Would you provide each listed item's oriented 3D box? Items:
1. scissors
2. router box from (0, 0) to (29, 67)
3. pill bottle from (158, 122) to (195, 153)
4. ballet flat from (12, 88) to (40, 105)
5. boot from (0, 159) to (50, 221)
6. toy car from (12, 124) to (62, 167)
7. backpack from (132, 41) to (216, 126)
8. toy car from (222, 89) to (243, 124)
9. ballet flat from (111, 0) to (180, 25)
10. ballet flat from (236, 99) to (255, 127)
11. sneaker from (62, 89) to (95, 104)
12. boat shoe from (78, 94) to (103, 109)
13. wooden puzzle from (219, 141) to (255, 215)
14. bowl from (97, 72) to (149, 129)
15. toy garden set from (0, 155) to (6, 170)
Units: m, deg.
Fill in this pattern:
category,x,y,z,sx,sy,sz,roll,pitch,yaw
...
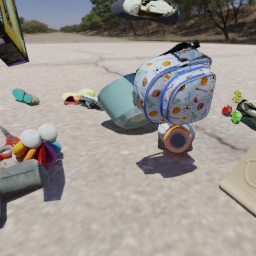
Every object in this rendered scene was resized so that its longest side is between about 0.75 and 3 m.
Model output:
category,x,y,z,sx,sy,sz,roll,pitch,yaw
scissors,-3.535,0.331,8.699,1.025,0.195,2.803,-10,22,-19
router box,-1.924,-1.764,4.055,0.369,1.415,1.112,-16,-10,-4
pill bottle,1.417,-0.010,8.259,1.058,1.058,1.991,3,21,7
ballet flat,-4.587,-1.379,12.738,1.675,0.568,0.631,22,7,35
boot,-2.333,1.260,5.762,1.580,0.573,1.436,3,39,-53
toy car,-2.233,0.565,7.137,0.930,1.086,1.241,46,36,14
backpack,0.930,-0.771,5.813,1.583,1.662,1.280,-13,36,-14
toy car,3.995,-0.639,10.430,0.288,1.292,1.215,11,48,-10
ballet flat,0.448,-3.060,7.128,1.807,0.660,0.660,10,21,1
ballet flat,4.574,-0.434,9.664,0.853,0.859,2.510,-6,22,-17
sneaker,-2.201,-1.326,12.486,1.489,0.582,0.672,-13,24,-4
boat shoe,-1.572,-1.025,11.865,0.508,0.516,1.432,-40,41,-27
wooden puzzle,3.378,0.838,5.426,2.500,0.579,2.316,-48,30,0
bowl,0.215,-0.762,9.338,2.264,1.184,2.264,-17,-17,-5
toy garden set,-3.517,0.838,6.320,1.567,0.375,1.880,33,9,-17
